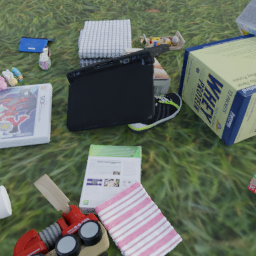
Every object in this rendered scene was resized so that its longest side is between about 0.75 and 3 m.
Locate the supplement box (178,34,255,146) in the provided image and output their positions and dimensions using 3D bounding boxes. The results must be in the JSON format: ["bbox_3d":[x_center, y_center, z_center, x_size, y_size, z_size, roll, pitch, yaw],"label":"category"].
[{"bbox_3d":[3.431,-1.307,8.570,2.666,1.790,2.663,-18,46,-18],"label":"supplement box"}]

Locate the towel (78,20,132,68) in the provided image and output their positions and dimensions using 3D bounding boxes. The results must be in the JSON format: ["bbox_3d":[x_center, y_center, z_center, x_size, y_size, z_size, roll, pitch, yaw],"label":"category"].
[{"bbox_3d":[-0.891,-3.341,11.289,2.084,1.077,2.517,-3,45,-1],"label":"towel"}]

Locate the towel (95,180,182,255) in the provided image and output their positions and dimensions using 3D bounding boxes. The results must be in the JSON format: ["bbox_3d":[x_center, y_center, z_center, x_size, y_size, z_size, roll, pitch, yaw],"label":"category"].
[{"bbox_3d":[0.190,2.019,5.886,1.178,0.241,1.610,-32,64,-16],"label":"towel"}]

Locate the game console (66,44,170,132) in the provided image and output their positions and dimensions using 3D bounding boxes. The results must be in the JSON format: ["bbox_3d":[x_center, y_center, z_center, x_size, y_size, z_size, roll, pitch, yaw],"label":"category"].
[{"bbox_3d":[-0.275,-1.249,8.483,2.941,1.712,2.587,-7,18,30],"label":"game console"}]

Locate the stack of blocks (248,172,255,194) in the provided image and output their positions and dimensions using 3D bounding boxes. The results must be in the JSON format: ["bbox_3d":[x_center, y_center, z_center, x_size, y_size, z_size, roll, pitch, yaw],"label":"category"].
[{"bbox_3d":[3.697,1.444,6.270,0.499,0.980,1.702,-33,52,-30],"label":"stack of blocks"}]

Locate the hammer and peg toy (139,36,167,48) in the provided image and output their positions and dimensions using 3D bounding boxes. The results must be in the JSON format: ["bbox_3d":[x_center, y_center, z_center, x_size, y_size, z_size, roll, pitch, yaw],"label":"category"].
[{"bbox_3d":[0.987,-3.449,11.576,1.171,0.413,0.862,9,38,11],"label":"hammer and peg toy"}]

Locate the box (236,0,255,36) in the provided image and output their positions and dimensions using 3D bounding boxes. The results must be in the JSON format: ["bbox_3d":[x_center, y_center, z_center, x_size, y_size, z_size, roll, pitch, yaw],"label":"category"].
[{"bbox_3d":[5.188,-3.317,9.843,1.428,2.817,1.585,-52,52,9],"label":"box"}]

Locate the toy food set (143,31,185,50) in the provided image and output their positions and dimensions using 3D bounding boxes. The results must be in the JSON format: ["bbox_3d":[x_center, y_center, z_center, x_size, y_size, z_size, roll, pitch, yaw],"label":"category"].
[{"bbox_3d":[1.544,-3.863,12.213,1.610,0.486,1.155,-6,44,-6],"label":"toy food set"}]

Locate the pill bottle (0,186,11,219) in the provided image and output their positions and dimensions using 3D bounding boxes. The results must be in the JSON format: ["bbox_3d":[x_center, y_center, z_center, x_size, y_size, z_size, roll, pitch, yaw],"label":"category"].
[{"bbox_3d":[-3.341,1.799,6.017,1.435,0.816,0.816,-17,46,-16],"label":"pill bottle"}]

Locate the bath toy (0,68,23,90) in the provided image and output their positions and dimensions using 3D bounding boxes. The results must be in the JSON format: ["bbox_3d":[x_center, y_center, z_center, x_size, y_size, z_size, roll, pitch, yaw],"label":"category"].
[{"bbox_3d":[-4.148,-1.494,9.263,1.271,0.470,0.553,-35,73,-30],"label":"bath toy"}]

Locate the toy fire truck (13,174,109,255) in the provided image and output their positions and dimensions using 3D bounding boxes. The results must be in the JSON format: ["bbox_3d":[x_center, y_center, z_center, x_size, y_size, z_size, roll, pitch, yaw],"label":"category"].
[{"bbox_3d":[-1.538,2.034,5.646,1.670,1.221,1.897,-27,39,-25],"label":"toy fire truck"}]

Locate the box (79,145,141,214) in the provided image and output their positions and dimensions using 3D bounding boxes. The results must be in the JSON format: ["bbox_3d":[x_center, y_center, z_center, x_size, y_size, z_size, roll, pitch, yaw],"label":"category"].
[{"bbox_3d":[-0.364,1.231,6.971,1.391,0.350,1.927,2,45,2],"label":"box"}]

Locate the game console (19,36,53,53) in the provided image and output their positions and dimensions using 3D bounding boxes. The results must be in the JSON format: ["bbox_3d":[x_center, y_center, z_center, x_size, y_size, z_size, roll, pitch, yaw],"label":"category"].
[{"bbox_3d":[-3.995,-3.612,12.227,1.175,0.695,1.003,5,75,6],"label":"game console"}]

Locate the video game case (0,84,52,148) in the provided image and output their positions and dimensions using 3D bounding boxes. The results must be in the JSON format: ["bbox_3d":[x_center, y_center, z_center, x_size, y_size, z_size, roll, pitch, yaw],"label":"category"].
[{"bbox_3d":[-3.903,-0.413,8.666,2.969,0.341,2.705,-7,43,-7],"label":"video game case"}]

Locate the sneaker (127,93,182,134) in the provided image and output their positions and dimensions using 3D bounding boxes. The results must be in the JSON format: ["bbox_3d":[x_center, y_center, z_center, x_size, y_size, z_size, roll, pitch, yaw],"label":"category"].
[{"bbox_3d":[0.883,-0.637,8.488,0.811,0.937,2.262,34,53,30],"label":"sneaker"}]

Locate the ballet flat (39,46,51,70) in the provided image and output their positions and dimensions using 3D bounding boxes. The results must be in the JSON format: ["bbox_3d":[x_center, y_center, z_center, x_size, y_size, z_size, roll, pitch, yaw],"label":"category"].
[{"bbox_3d":[-3.304,-2.843,11.140,0.470,0.484,1.361,-2,44,-10],"label":"ballet flat"}]

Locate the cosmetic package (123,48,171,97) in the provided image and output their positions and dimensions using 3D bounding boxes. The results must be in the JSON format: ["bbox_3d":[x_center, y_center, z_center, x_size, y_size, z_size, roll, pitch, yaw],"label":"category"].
[{"bbox_3d":[0.544,-1.887,9.730,1.067,0.900,2.064,-5,43,-21],"label":"cosmetic package"}]
